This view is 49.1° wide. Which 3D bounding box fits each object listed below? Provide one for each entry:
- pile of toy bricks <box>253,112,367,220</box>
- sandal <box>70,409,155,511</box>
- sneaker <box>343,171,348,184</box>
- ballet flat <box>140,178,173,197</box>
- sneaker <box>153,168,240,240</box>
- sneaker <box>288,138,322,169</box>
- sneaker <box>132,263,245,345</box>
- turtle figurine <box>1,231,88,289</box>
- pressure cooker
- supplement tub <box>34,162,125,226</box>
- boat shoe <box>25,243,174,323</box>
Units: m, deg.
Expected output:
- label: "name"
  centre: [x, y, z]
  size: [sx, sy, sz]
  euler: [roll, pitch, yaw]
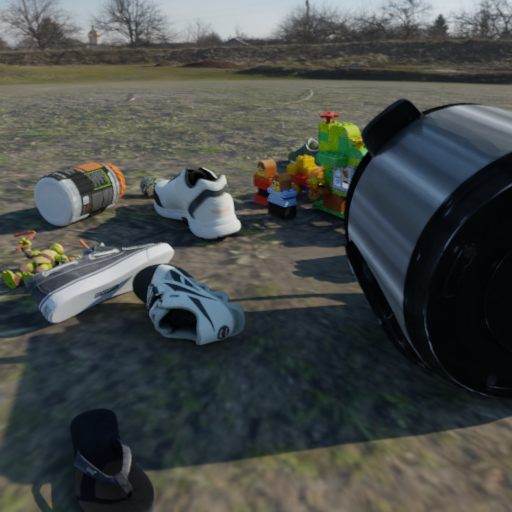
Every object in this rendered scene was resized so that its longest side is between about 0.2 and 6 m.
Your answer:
- label: "pile of toy bricks"
  centre: [1.816, -2.060, 12.602]
  size: [2.564, 2.281, 4.621]
  euler: [-16, 26, -32]
- label: "sandal"
  centre: [-1.482, 1.972, 5.400]
  size: [0.649, 0.366, 1.707]
  euler: [-12, 25, -28]
- label: "sneaker"
  centre: [3.345, -2.126, 14.715]
  size: [2.819, 1.004, 1.586]
  euler: [-8, 5, 16]
- label: "ballet flat"
  centre: [-2.242, -1.735, 14.521]
  size: [1.533, 0.569, 0.569]
  euler: [-3, 22, -3]
- label: "sneaker"
  centre: [-1.389, -1.419, 12.428]
  size: [1.229, 1.334, 3.335]
  euler: [-20, 25, -28]
- label: "sneaker"
  centre: [1.691, -3.248, 17.548]
  size: [0.676, 0.905, 2.017]
  euler: [-12, 25, -26]
- label: "sneaker"
  centre: [-1.243, 0.685, 8.020]
  size: [2.105, 0.780, 0.932]
  euler: [17, 25, 37]
- label: "turtle figurine"
  centre: [-3.803, 0.109, 9.787]
  size: [1.613, 0.520, 1.301]
  euler: [16, 34, 10]
- label: "pressure cooker"
  centre: [2.873, -0.308, 7.353]
  size: [3.198, 3.149, 3.580]
  euler: [0, 25, -9]
- label: "supplement tub"
  centre: [-3.970, -1.477, 12.834]
  size: [1.172, 1.172, 1.913]
  euler: [11, 24, 26]
- label: "boat shoe"
  centre: [-2.407, 0.193, 8.864]
  size: [2.459, 0.882, 0.833]
  euler: [-29, 72, -41]
